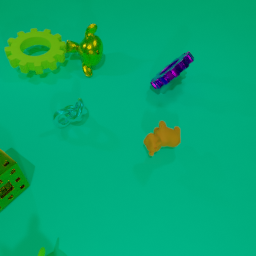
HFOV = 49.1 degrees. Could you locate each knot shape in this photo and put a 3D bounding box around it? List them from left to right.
[{"bbox_3d":[-1.687,-0.396,8.029,1.038,1.110,0.513,-33,99,-12],"label":"knot shape"}]

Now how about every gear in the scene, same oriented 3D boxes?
[{"bbox_3d":[-3.160,-2.689,9.684,1.976,0.365,1.976,3,54,-3],"label":"gear"},{"bbox_3d":[1.374,-1.805,8.808,0.280,1.514,1.514,49,58,-11],"label":"gear"}]

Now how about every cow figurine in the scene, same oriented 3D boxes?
[{"bbox_3d":[0.917,0.320,7.238,1.040,0.571,1.023,18,46,-15],"label":"cow figurine"}]

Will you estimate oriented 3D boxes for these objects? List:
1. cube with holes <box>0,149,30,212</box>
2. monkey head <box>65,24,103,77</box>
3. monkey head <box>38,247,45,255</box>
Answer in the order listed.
[{"bbox_3d":[-3.187,1.174,6.574,1.042,1.042,1.042,31,57,25],"label":"cube with holes"},{"bbox_3d":[-1.472,-2.670,9.509,1.234,1.716,1.034,3,19,-17],"label":"monkey head"},{"bbox_3d":[-1.567,2.763,4.859,0.716,0.854,1.188,-26,69,2],"label":"monkey head"}]
